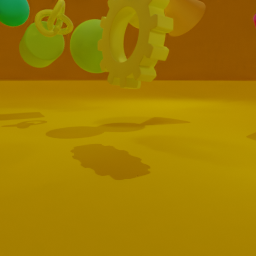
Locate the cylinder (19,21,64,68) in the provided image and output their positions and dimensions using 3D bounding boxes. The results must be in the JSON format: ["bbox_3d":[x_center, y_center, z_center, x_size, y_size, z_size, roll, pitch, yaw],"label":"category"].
[{"bbox_3d":[-3.200,-3.035,10.334,1.372,1.372,1.372,-6,3,-29],"label":"cylinder"}]

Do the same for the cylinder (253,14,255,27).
[{"bbox_3d":[3.877,-2.508,7.077,1.084,1.084,1.084,-25,28,14],"label":"cylinder"}]

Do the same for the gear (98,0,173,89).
[{"bbox_3d":[0.047,-1.725,5.283,0.354,1.916,1.916,-1,9,-35],"label":"gear"}]

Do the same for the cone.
[{"bbox_3d":[1.533,-4.161,9.341,1.510,1.504,1.504,37,-13,-34],"label":"cone"}]

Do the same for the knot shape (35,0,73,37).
[{"bbox_3d":[-2.348,-3.341,8.790,1.154,1.234,0.570,-34,62,-26],"label":"knot shape"}]

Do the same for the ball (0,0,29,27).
[{"bbox_3d":[-3.830,-3.927,9.184,1.128,1.128,1.128,0,10,0],"label":"ball"}]

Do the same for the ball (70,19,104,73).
[{"bbox_3d":[-0.850,-2.166,7.481,1.374,1.374,1.374,0,10,0],"label":"ball"}]

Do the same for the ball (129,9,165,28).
[{"bbox_3d":[0.489,-3.690,8.531,1.282,1.282,1.282,0,10,0],"label":"ball"}]
